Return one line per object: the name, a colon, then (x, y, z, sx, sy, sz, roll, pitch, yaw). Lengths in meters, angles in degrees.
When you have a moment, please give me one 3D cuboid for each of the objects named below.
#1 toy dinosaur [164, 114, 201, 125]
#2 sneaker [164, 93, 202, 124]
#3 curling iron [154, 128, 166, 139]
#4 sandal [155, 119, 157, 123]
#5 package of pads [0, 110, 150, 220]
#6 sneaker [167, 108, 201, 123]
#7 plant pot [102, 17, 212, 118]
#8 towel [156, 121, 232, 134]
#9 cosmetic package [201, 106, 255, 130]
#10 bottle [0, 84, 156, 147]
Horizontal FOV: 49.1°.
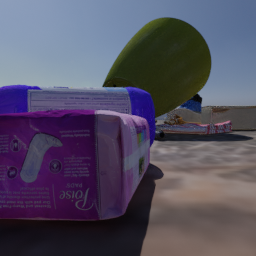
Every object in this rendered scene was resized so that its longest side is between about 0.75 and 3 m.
toy dinosaur: (1.766, -0.123, 8.852, 1.378, 0.416, 0.732, -6, 27, -8)
sneaker: (2.544, -0.924, 12.667, 1.091, 1.582, 2.843, 2, 3, 41)
curling iron: (0.274, 0.008, 4.945, 0.498, 0.257, 2.010, -3, 2, -10)
sandal: (1.238, -0.471, 17.877, 0.597, 0.402, 1.488, -9, 22, -42)
package of pads: (-0.204, 0.101, 1.232, 0.548, 0.344, 0.909, -2, 2, 9)
sneaker: (2.212, -0.323, 10.008, 1.842, 0.651, 0.914, 5, 0, -5)
plant pot: (0.484, -1.169, 6.692, 2.290, 2.290, 2.447, 1, 32, 36)
towel: (1.500, -0.029, 6.333, 1.231, 0.252, 1.682, 1, 2, 38)
cosmetic package: (3.091, -0.292, 7.848, 1.861, 0.662, 0.979, 0, 2, -4)
bottle: (-0.642, -0.027, 1.983, 1.611, 0.526, 0.673, -1, -7, -17)
